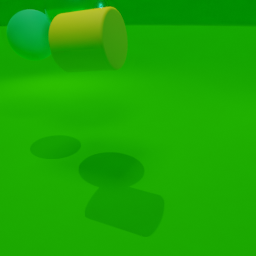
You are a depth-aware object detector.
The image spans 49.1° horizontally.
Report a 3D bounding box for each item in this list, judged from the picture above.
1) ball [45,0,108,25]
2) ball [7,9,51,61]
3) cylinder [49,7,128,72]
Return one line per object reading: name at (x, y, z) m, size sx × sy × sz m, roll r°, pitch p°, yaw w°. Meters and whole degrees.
ball at (-1.113, -2.603, 6.124) m, size 1.367 × 1.367 × 1.367 m, roll 0°, pitch 22°, yaw 0°
ball at (-2.410, -2.339, 7.100) m, size 1.228 × 1.228 × 1.228 m, roll 0°, pitch 22°, yaw 0°
cylinder at (-0.668, -1.518, 4.928) m, size 1.029 × 1.029 × 1.029 m, roll 3°, pitch 21°, yaw 23°
